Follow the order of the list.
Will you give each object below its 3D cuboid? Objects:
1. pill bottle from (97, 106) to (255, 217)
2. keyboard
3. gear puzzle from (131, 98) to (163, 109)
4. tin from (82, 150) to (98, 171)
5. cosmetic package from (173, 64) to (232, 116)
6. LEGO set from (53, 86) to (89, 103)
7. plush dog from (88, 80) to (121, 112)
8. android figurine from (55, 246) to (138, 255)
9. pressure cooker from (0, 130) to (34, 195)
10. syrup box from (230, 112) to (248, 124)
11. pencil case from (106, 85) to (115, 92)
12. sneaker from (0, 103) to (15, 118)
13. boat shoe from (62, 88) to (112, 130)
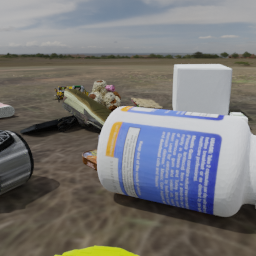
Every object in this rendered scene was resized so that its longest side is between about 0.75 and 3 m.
[{"bbox_3d":[1.013,0.507,4.384,2.697,1.512,1.512,8,17,22],"label":"pill bottle"},{"bbox_3d":[-2.145,-0.065,8.879,1.161,0.442,2.231,-17,2,41],"label":"keyboard"},{"bbox_3d":[0.850,-0.870,11.748,1.088,0.275,2.101,5,17,-15],"label":"gear puzzle"},{"bbox_3d":[-0.577,0.709,6.106,0.584,0.218,1.043,-18,23,-37],"label":"tin"},{"bbox_3d":[2.669,-1.415,10.574,1.847,1.858,2.220,2,17,6],"label":"cosmetic package"},{"bbox_3d":[-2.528,-1.306,12.697,1.595,0.924,1.226,3,-14,-3],"label":"LEGO set"},{"bbox_3d":[-0.929,-1.084,11.498,1.284,1.200,1.495,15,42,-1],"label":"plush dog"},{"bbox_3d":[-0.319,1.669,2.242,1.779,0.401,1.955,1,16,5],"label":"android figurine"},{"bbox_3d":[-2.349,0.662,4.681,1.071,1.088,1.218,-31,-4,36],"label":"pressure cooker"},{"bbox_3d":[3.596,-0.234,9.141,0.375,0.388,0.952,2,16,9],"label":"syrup box"},{"bbox_3d":[-1.274,-2.455,17.143,1.013,0.438,0.419,9,42,32],"label":"pencil case"},{"bbox_3d":[-5.034,-0.618,10.227,1.508,0.567,0.788,-8,18,-44],"label":"sneaker"},{"bbox_3d":[-1.205,-0.408,8.836,2.469,0.812,0.882,37,24,28],"label":"boat shoe"}]
